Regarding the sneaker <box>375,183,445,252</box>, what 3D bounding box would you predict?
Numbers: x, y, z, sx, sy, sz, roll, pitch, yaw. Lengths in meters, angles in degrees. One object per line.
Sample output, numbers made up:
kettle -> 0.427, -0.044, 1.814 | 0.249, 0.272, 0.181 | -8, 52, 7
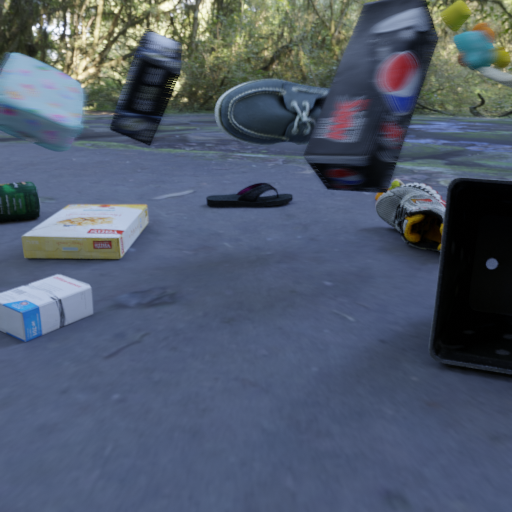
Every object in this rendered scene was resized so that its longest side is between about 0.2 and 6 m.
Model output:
sneaker -> 3.212, -0.772, 11.023 | 1.122, 1.063, 2.731 | -9, 20, -23

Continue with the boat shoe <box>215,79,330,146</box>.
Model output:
boat shoe -> 0.843, -2.483, 9.672 | 3.118, 1.135, 0.963 | -4, 10, -27

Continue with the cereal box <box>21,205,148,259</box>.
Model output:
cereal box -> -3.283, -0.534, 11.168 | 1.797, 0.494, 2.498 | 0, 18, 1

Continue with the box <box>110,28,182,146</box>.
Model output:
box -> -2.000, -3.140, 10.308 | 0.777, 1.477, 1.804 | 20, 31, -19

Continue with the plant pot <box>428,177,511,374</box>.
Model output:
plant pot -> 3.323, 0.232, 6.712 | 2.082, 2.087, 1.851 | 7, 5, 21

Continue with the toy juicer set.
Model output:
toy juicer set -> 3.535, -3.092, 8.788 | 1.181, 0.505, 1.857 | 18, 49, -32

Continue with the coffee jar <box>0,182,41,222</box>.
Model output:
coffee jar -> -5.963, -1.177, 12.624 | 1.958, 0.835, 1.021 | -11, 21, -29

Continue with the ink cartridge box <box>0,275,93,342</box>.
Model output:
ink cartridge box -> -2.868, 0.671, 7.514 | 0.786, 0.461, 1.073 | 13, 21, 34

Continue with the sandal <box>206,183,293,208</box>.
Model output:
sandal -> -0.144, -1.558, 14.283 | 2.246, 0.538, 0.844 | -3, 18, -9

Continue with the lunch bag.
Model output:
lunch bag -> -3.397, -2.376, 8.819 | 1.334, 0.641, 1.663 | 22, 37, -30

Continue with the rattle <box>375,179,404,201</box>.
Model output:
rattle -> 3.804, -1.598, 15.015 | 0.690, 0.757, 1.060 | 49, 26, 23

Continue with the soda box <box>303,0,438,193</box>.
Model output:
soda box -> 1.870, -2.556, 8.806 | 1.102, 3.114, 0.986 | 8, -22, 37
